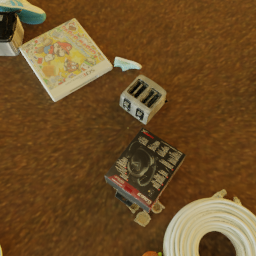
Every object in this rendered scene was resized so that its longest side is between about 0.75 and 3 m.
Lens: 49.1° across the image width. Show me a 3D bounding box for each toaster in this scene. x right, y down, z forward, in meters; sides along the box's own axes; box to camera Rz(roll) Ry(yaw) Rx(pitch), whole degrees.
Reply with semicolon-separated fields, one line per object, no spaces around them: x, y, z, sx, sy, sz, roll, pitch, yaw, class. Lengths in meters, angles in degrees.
-4.523;-3.410;10.019;1.539;0.913;1.391;0;68;0;toaster
0.538;-0.950;9.106;1.165;0.765;1.289;38;72;13;toaster

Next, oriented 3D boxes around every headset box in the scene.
0.448;1.272;8.135;1.555;0.807;2.089;32;70;15;headset box

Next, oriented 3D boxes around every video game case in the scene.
-2.236;-2.507;9.984;2.365;0.297;2.598;-33;71;-13;video game case

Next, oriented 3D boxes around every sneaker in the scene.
-4.092;-4.601;10.544;2.204;0.843;0.890;17;71;6;sneaker
-0.022;-2.171;9.872;0.988;0.365;0.405;17;92;7;sneaker

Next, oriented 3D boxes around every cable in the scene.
2.332;3.228;7.307;2.753;0.953;2.754;-22;70;-9;cable

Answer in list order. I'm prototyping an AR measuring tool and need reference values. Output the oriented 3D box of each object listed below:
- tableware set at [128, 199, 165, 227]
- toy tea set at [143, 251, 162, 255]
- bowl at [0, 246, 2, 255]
0.495;2.266;8.154;1.023;0.119;0.855;-39;73;-15;tableware set
0.139;3.855;7.367;1.793;0.664;1.066;-4;97;-5;toy tea set
-3.997;3.507;7.278;1.556;0.730;1.556;3;65;-7;bowl
